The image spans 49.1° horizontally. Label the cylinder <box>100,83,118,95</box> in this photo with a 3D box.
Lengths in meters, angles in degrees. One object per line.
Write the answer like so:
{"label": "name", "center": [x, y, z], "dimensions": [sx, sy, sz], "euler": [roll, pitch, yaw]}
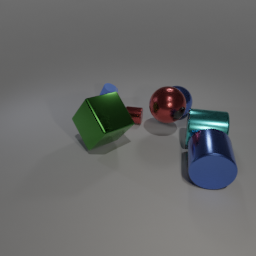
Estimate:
{"label": "cylinder", "center": [-0.949, -1.685, 13.535], "dimensions": [0.700, 0.700, 0.700], "euler": [20, 38, -16]}

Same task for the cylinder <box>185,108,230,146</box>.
{"label": "cylinder", "center": [2.894, 0.029, 10.365], "dimensions": [1.400, 1.400, 1.400], "euler": [6, 32, 10]}

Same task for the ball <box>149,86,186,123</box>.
{"label": "ball", "center": [1.502, -0.880, 10.644], "dimensions": [1.400, 1.400, 1.400], "euler": [0, 31, 0]}

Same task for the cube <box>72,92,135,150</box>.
{"label": "cube", "center": [-0.908, -0.257, 10.038], "dimensions": [1.400, 1.400, 1.400], "euler": [-20, 74, -40]}

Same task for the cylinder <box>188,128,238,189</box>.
{"label": "cylinder", "center": [2.604, 0.945, 8.796], "dimensions": [1.400, 1.400, 1.400], "euler": [5, 34, 8]}

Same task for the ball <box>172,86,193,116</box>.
{"label": "ball", "center": [2.129, -1.161, 12.357], "dimensions": [1.400, 1.400, 1.400], "euler": [0, 31, 0]}

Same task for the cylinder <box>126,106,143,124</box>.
{"label": "cylinder", "center": [0.252, -0.557, 12.005], "dimensions": [0.700, 0.700, 0.700], "euler": [7, 32, 10]}
